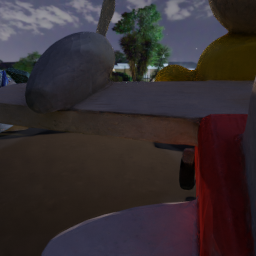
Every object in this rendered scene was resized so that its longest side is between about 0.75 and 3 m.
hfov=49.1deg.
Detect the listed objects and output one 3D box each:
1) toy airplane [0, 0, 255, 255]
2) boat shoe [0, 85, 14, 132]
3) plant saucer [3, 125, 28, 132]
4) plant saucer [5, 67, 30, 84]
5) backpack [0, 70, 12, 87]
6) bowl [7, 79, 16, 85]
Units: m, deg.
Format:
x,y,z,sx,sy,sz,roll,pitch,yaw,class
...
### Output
x,y,z,sx,sy,sz,roll,pitch,yaw,class
0.555,-0.170,1.301,2.185,1.542,2.175,-1,6,-26,toy airplane
-3.413,-0.714,6.716,0.967,1.241,2.733,-30,28,-20,boat shoe
-3.883,-0.123,8.133,1.871,0.331,1.871,0,4,0,plant saucer
-2.156,-0.876,6.241,0.522,0.142,1.494,15,-18,10,plant saucer
-6.296,-1.617,13.030,2.004,2.496,2.727,8,4,-31,backpack
-4.128,-1.004,9.917,0.635,1.699,1.701,36,-12,-17,bowl
